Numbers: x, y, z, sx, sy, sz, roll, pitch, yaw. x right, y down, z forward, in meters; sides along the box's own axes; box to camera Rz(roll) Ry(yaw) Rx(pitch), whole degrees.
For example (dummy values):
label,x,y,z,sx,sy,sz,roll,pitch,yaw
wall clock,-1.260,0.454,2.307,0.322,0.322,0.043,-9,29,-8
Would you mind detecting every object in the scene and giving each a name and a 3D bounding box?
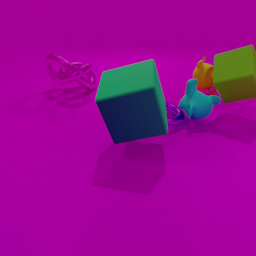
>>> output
label,x,y,z,sx,sy,sz,roll,pitch,yaw
cube,3.217,-1.531,8.188,1.094,1.094,1.094,-9,56,35
cube,0.137,-0.615,6.585,1.310,1.310,1.310,-12,37,13
teapot,2.864,-1.904,10.184,0.994,1.598,0.783,-42,28,-22
monkey head,2.050,-0.825,8.220,1.523,1.096,0.918,-24,40,-33
ring,1.015,-0.500,8.463,1.509,0.302,1.509,13,27,-6
knot shape,-2.017,-2.024,10.294,2.083,0.963,1.949,11,9,-23
